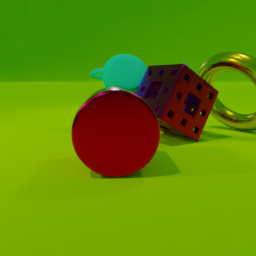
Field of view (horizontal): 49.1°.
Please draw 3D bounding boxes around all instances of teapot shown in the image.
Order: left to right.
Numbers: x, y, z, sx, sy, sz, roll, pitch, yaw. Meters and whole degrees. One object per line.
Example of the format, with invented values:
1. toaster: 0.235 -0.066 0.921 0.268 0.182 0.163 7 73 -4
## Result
1. teapot: -0.021 -1.171 6.882 1.832 1.139 0.897 10 -17 -8

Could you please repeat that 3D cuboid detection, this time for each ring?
1. ring: 2.534 -0.818 6.618 0.417 2.086 2.086 -40 30 -26

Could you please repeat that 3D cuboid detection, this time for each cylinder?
1. cylinder: -0.187 -0.010 4.151 1.160 1.160 1.160 -1 11 -4

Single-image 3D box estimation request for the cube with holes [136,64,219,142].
1. cube with holes: 0.950 -0.552 6.002 1.159 1.159 1.159 28 -6 -32
